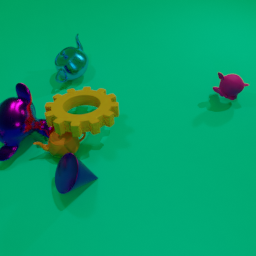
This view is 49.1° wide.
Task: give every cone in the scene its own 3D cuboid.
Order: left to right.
[{"bbox_3d":[-1.060,1.117,6.559,0.935,0.931,0.931,19,37,-41],"label":"cone"}]

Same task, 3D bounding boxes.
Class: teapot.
[{"bbox_3d":[-1.709,0.344,7.167,1.316,0.645,0.819,-16,46,-11],"label":"teapot"},{"bbox_3d":[-1.826,-2.158,8.916,1.113,0.876,1.790,8,65,33],"label":"teapot"}]

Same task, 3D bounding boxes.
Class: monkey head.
[{"bbox_3d":[-2.629,-0.107,7.141,1.428,1.196,1.984,18,95,-2],"label":"monkey head"},{"bbox_3d":[2.944,-1.261,8.265,1.209,0.728,0.870,13,16,-27],"label":"monkey head"}]

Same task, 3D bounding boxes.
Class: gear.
[{"bbox_3d":[-1.204,-0.482,7.392,1.887,0.349,1.887,-1,36,1],"label":"gear"}]
